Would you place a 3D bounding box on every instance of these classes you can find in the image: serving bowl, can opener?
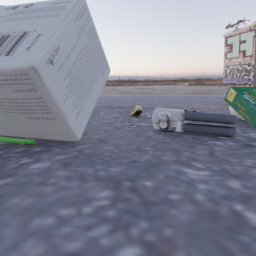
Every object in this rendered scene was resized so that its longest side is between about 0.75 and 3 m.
[{"bbox_3d":[4.906,-0.607,11.125,1.683,0.554,1.683,1,8,0],"label":"serving bowl"},{"bbox_3d":[1.772,-0.187,7.736,2.380,0.626,0.791,6,7,31],"label":"can opener"}]

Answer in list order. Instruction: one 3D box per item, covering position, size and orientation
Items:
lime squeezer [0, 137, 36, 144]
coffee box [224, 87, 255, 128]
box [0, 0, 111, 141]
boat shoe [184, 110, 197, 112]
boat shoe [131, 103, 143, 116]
[{"bbox_3d":[-3.200,0.193,6.082,2.174,0.410,0.768,1,8,12],"label":"lime squeezer"},{"bbox_3d":[4.984,-0.795,9.749,2.823,0.621,1.736,-4,39,-24],"label":"coffee box"},{"bbox_3d":[-2.268,-1.423,6.868,2.714,2.336,2.727,3,50,21],"label":"box"},{"bbox_3d":[2.461,-0.598,11.953,1.001,0.358,0.329,-2,-1,-19],"label":"boat shoe"},{"bbox_3d":[0.391,-0.763,12.111,0.422,0.361,1.152,4,-11,-15],"label":"boat shoe"}]
